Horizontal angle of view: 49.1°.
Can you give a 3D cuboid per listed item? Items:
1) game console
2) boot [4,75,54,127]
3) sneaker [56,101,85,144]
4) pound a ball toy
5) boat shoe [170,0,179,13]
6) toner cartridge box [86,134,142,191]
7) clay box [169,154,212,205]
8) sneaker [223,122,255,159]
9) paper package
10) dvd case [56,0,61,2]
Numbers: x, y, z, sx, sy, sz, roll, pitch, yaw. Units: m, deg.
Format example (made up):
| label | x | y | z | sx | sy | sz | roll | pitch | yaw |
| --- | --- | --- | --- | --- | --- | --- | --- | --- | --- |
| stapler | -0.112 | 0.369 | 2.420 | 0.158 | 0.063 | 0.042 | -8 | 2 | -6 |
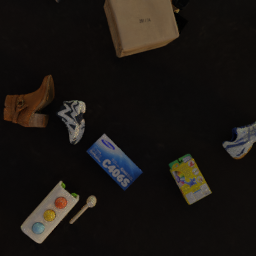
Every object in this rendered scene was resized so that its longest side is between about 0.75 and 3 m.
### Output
| label | x | y | z | sx | sy | sz | roll | pitch | yaw |
| --- | --- | --- | --- | --- | --- | --- | --- | --- | --- |
| game console | 2.143 | -4.997 | 11.486 | 1.341 | 0.274 | 2.273 | 37 | 103 | 5 |
| boot | -3.903 | -1.139 | 11.086 | 1.698 | 0.839 | 2.187 | 10 | 89 | 6 |
| sneaker | -2.325 | -0.281 | 10.993 | 1.104 | 0.677 | 1.696 | 13 | 107 | 25 |
| pound a ball toy | -2.452 | 3.094 | 10.139 | 1.542 | 1.005 | 2.365 | 43 | 87 | -7 |
| boat shoe | 1.619 | -5.837 | 11.622 | 0.796 | 0.714 | 2.151 | -23 | 93 | -5 |
| toner cartridge box | -0.516 | 1.307 | 10.813 | 2.094 | 0.452 | 0.995 | 44 | 84 | 6 |
| clay box | 2.335 | 1.937 | 10.751 | 0.977 | 0.405 | 1.700 | -27 | 83 | -4 |
| sneaker | 4.586 | 0.178 | 10.812 | 0.933 | 0.797 | 2.118 | 43 | 84 | 5 |
| paper package | 0.468 | -4.119 | 10.739 | 2.352 | 1.217 | 2.242 | -17 | 96 | -12 |
| dvd case | -3.194 | -6.988 | 12.135 | 1.977 | 0.212 | 2.658 | -43 | 84 | -5 |
